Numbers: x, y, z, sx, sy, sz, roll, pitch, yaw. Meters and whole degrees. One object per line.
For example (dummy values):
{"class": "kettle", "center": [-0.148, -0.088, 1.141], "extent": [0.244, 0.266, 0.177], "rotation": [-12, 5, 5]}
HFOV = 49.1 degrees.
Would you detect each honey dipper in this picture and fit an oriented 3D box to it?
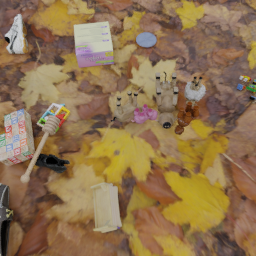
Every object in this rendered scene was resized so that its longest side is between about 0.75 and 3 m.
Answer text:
{"class": "honey dipper", "center": [-3.037, 0.701, 9.619], "extent": [0.479, 0.479, 2.521], "rotation": [14, 60, 8]}

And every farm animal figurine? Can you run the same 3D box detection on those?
{"class": "farm animal figurine", "center": [1.147, -0.779, 10.149], "extent": [2.893, 1.509, 2.861], "rotation": [13, 50, 15]}

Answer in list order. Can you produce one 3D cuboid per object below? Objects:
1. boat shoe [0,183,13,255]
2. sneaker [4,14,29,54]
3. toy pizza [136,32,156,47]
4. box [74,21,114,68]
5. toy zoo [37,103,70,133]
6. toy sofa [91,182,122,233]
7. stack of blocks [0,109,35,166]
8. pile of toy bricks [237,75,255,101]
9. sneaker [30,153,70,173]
{"class": "boat shoe", "center": [-3.854, 2.828, 8.532], "extent": [0.678, 0.803, 2.253], "rotation": [2, 69, 0]}
{"class": "sneaker", "center": [-4.939, -4.132, 12.210], "extent": [0.923, 0.797, 2.106], "rotation": [-11, 62, -6]}
{"class": "toy pizza", "center": [0.813, -3.899, 12.452], "extent": [0.903, 0.143, 0.903], "rotation": [0, 60, 0]}
{"class": "box", "center": [-1.445, -3.541, 11.870], "extent": [1.507, 0.828, 1.713], "rotation": [-8, 61, -4]}
{"class": "toy zoo", "center": [-2.757, -0.448, 10.620], "extent": [0.811, 0.126, 1.236], "rotation": [26, 65, 13]}
{"class": "toy sofa", "center": [-0.701, 2.496, 8.822], "extent": [0.599, 0.706, 1.447], "rotation": [-23, 59, 27]}
{"class": "stack of blocks", "center": [-3.948, 0.314, 9.878], "extent": [1.030, 0.524, 1.788], "rotation": [-20, 60, 3]}
{"class": "pile of toy bricks", "center": [4.986, -1.560, 11.017], "extent": [0.643, 0.723, 1.303], "rotation": [-16, 42, -39]}
{"class": "sneaker", "center": [-2.655, 1.098, 9.398], "extent": [1.585, 0.827, 0.476], "rotation": [19, 64, 10]}
